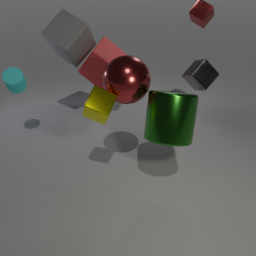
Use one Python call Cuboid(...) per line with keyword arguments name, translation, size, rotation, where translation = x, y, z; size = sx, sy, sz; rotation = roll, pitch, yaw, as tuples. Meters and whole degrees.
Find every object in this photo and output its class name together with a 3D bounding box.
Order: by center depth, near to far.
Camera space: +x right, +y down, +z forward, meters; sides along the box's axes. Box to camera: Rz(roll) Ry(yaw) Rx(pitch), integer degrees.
Cuboid(name="cube", translation=(-0.790, -0.621, 7.796), size=(0.700, 0.700, 0.700), rotation=(24, 66, -4))
Cuboid(name="cylinder", translation=(1.216, -0.313, 7.996), size=(1.400, 1.400, 1.400), rotation=(6, 10, -1))
Cuboid(name="ball", translation=(-0.038, -1.389, 8.126), size=(1.400, 1.400, 1.400), rotation=(0, 29, 0))
Cuboid(name="cube", translation=(2.282, -1.668, 8.859), size=(0.700, 0.700, 0.700), rotation=(-49, 17, -4))
Cuboid(name="cylinder", translation=(-4.049, -1.696, 10.019), size=(0.700, 0.700, 0.700), rotation=(3, 69, -7))
Cuboid(name="cube", translation=(2.998, -4.637, 11.377), size=(0.700, 0.700, 0.700), rotation=(41, 6, 19))
Cuboid(name="cube", translation=(-2.372, -3.630, 11.417), size=(1.400, 1.400, 1.400), rotation=(35, 81, 15))
Cuboid(name="cube", translation=(-1.049, -2.767, 12.122), size=(1.400, 1.400, 1.400), rotation=(37, 45, -15))
